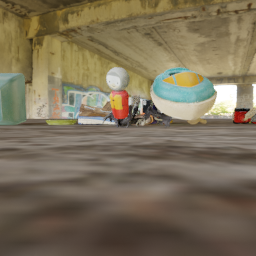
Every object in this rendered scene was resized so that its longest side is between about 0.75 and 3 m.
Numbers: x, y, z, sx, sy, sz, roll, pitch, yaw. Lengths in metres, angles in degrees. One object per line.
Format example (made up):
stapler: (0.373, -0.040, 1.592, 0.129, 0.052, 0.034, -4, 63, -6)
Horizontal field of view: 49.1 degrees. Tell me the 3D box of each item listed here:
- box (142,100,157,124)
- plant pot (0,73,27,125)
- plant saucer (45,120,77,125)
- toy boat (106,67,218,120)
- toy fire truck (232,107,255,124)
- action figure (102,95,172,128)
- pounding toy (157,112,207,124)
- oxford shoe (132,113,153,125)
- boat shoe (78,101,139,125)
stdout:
box: (0.890, -0.647, 11.338, 0.377, 0.955, 0.674, 1, 3, 30)
plant pot: (-4.486, -0.887, 9.286, 1.776, 1.780, 1.814, 0, 13, -9)
plant saucer: (-2.429, -0.210, 10.216, 1.133, 0.176, 1.133, 1, 2, 0)
toy boat: (0.756, -0.879, 6.313, 2.432, 1.130, 2.044, -6, 24, -6)
toy fire truck: (4.635, -0.464, 10.418, 1.126, 0.823, 1.280, 1, 14, 0)
action figure: (0.215, -0.431, 7.274, 1.748, 0.892, 1.039, 2, 13, -2)
pounding toy: (1.762, -0.490, 10.843, 2.180, 1.012, 1.683, 33, 6, 25)
oxford shoe: (0.285, -0.218, 9.001, 1.112, 0.396, 0.405, -6, 16, 36)
boat shoe: (-0.630, -0.544, 10.038, 2.336, 0.845, 0.844, 0, 2, -1)
